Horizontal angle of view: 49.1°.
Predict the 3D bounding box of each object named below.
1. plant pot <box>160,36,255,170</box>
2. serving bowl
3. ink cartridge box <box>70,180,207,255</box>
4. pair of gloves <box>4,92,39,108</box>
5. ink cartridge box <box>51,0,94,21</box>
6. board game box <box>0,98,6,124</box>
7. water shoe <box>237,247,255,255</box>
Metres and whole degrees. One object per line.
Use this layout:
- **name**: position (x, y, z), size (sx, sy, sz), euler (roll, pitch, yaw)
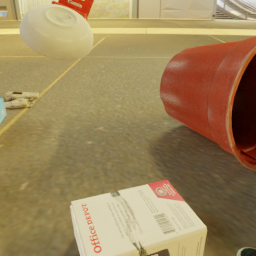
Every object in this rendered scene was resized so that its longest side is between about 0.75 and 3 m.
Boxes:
- **plant pot**: position (2.308, -0.819, 6.487), size (2.789, 2.789, 2.713), euler (-13, 21, -25)
- **serving bowl**: position (-1.484, -2.197, 6.074), size (1.601, 0.527, 1.601), euler (13, 49, -16)
- **ink cartridge box**: position (0.084, 1.417, 3.841), size (1.549, 0.653, 1.121), euler (-9, 27, -18)
- **pair of gloves**: position (-3.646, -0.973, 9.376), size (1.133, 0.234, 1.333), euler (-1, 26, -3)
- **ink cartridge box**: position (-1.798, -3.156, 8.206), size (1.054, 1.934, 0.487), euler (22, 5, -3)
- **board game box**: position (-4.809, -0.117, 7.199), size (2.710, 0.546, 2.074), euler (-4, 26, -9)
- **water shoe**: position (1.867, 1.799, 3.119), size (0.534, 0.589, 1.493), euler (-10, 27, -21)
